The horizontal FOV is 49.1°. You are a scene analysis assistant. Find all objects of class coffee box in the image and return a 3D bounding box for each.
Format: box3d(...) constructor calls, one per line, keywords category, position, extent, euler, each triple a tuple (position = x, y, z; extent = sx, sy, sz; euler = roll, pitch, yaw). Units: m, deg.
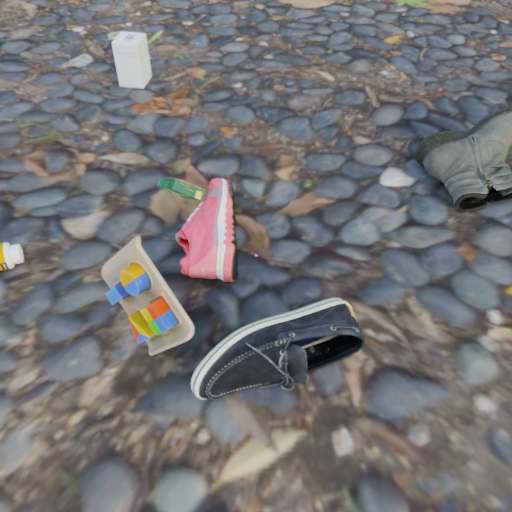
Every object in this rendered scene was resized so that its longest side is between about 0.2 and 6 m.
box3d(category="coffee box", position=(-1.325, -1.176, 9.819), extent=(0.576, 0.206, 0.937), euler=(21, -1, -26))

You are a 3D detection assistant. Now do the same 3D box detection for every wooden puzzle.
box3d(category="wooden puzzle", position=(-1.572, 0.622, 7.564), extent=(0.345, 1.380, 1.490), euler=(-30, 90, -38))

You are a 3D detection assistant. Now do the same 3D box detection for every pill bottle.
box3d(category="pill bottle", position=(-4.299, 0.035, 9.230), extent=(0.816, 0.446, 0.446), euler=(-12, 46, -11))

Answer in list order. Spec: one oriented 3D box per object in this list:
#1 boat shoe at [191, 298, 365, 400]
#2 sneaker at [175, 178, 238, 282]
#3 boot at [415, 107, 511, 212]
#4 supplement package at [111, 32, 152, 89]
box3d(category="boat shoe", position=(0.355, 1.343, 7.533), extent=(2.549, 0.951, 0.793), euler=(-19, 46, -20))
box3d(category="sneaker", position=(-0.856, -0.545, 9.527), extent=(1.023, 0.869, 2.358), euler=(-3, 44, -1))
box3d(category="boot", position=(4.696, -1.801, 10.921), extent=(2.822, 0.956, 1.843), euler=(-20, 53, -10))
box3d(category="supplement package", position=(-3.014, -4.760, 13.642), extent=(0.665, 1.135, 0.663), euler=(7, 45, 7))
